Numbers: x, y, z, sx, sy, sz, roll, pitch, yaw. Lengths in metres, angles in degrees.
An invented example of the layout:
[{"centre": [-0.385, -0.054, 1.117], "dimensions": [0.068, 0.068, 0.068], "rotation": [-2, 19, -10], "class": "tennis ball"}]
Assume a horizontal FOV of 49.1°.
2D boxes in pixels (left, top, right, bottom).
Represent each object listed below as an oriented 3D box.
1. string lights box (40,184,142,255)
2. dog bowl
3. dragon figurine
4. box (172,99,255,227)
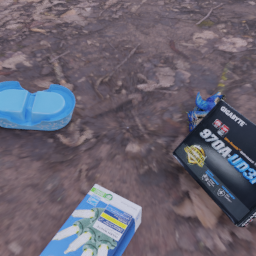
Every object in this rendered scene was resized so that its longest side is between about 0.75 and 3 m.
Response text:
[{"centre": [-0.695, 2.078, 4.823], "dimensions": [1.052, 0.604, 2.048], "rotation": [21, 48, 21], "class": "string lights box"}, {"centre": [-2.556, -0.544, 7.395], "dimensions": [2.322, 0.576, 1.294], "rotation": [3, 52, -4], "class": "dog bowl"}, {"centre": [2.088, -0.595, 7.608], "dimensions": [1.002, 0.593, 2.015], "rotation": [7, 42, 11], "class": "dragon figurine"}, {"centre": [2.093, 0.641, 5.623], "dimensions": [1.635, 0.473, 2.058], "rotation": [-50, 48, 13], "class": "box"}]
